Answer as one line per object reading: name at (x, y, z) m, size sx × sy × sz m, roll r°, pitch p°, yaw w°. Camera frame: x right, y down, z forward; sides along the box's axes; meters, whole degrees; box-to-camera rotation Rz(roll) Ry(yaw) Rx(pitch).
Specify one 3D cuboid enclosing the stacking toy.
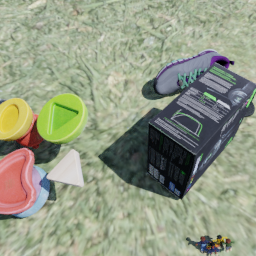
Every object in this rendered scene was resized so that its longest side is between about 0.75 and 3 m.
stacking toy at (-1.820, 0.575, 6.234) m, size 2.421 × 1.129 × 2.674 m, roll -12°, pitch 62°, yaw 15°

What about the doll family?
doll family at (1.787, 2.382, 5.764) m, size 0.758 × 0.438 × 0.297 m, roll -18°, pitch 35°, yaw -2°

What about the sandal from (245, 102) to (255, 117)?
sandal at (2.545, -0.621, 7.743) m, size 1.826 × 0.437 × 0.686 m, roll 11°, pitch 69°, yaw 31°

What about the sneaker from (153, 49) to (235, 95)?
sneaker at (1.818, -1.552, 7.855) m, size 2.273 × 0.846 × 0.995 m, roll -30°, pitch 33°, yaw -10°

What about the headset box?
headset box at (1.631, 0.058, 6.369) m, size 1.134 × 2.128 × 2.444 m, roll 36°, pitch 62°, yaw 25°

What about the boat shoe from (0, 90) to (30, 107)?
boat shoe at (-3.789, -0.541, 7.544) m, size 2.227 × 0.689 × 0.834 m, roll 0°, pitch 47°, yaw -9°
